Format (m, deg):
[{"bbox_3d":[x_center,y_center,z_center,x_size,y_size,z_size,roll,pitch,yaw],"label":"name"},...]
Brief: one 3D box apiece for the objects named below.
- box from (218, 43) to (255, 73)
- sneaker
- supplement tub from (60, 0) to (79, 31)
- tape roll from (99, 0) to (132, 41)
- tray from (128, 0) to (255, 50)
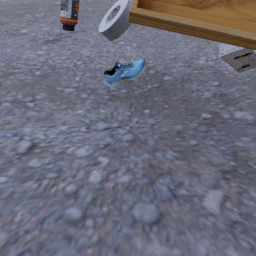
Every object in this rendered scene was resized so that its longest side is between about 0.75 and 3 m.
[{"bbox_3d":[2.851,-1.829,6.960,0.730,0.376,1.251,-14,-19,41],"label":"box"},{"bbox_3d":[-0.077,-1.194,5.813,0.948,0.426,0.372,-24,43,13],"label":"sneaker"},{"bbox_3d":[-1.429,-2.816,6.843,0.446,0.833,0.446,8,24,-4],"label":"supplement tub"},{"bbox_3d":[-0.304,-3.256,8.368,1.292,0.427,1.292,-34,37,30],"label":"tape roll"},{"bbox_3d":[1.341,-1.865,3.910,2.481,1.224,0.459,11,1,-2],"label":"tray"}]
